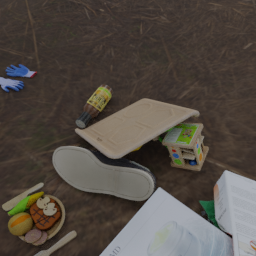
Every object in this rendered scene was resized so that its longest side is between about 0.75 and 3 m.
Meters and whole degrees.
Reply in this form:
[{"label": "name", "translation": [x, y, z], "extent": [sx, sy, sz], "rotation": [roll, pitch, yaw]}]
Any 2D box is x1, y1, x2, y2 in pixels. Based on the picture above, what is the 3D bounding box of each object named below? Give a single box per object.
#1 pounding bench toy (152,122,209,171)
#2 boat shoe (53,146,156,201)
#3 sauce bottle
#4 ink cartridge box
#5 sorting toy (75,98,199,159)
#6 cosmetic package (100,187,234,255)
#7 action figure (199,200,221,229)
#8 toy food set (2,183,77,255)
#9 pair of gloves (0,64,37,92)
[{"label": "pounding bench toy", "translation": [1.289, 0.470, 7.199], "extent": [1.268, 0.989, 0.788], "rotation": [6, 45, 34]}, {"label": "boat shoe", "translation": [-0.586, 1.074, 6.929], "extent": [2.708, 0.984, 0.849], "rotation": [14, 7, 19]}, {"label": "sauce bottle", "translation": [-1.006, -0.653, 8.452], "extent": [0.523, 0.523, 1.617], "rotation": [18, 53, 16]}, {"label": "ink cartridge box", "translation": [2.771, 2.167, 5.190], "extent": [2.182, 0.675, 2.691], "rotation": [20, 36, 3]}, {"label": "sorting toy", "translation": [0.158, -0.050, 7.363], "extent": [2.614, 0.477, 2.420], "rotation": [-24, 23, -21]}, {"label": "cosmetic package", "translation": [0.731, 2.725, 4.882], "extent": [2.277, 1.399, 2.269], "rotation": [31, 55, 26]}, {"label": "action figure", "translation": [2.319, 1.877, 6.324], "extent": [1.283, 0.351, 0.758], "rotation": [-7, 47, -16]}, {"label": "toy food set", "translation": [-2.008, 1.987, 6.218], "extent": [1.209, 0.351, 1.751], "rotation": [-32, 56, -25]}, {"label": "pair of gloves", "translation": [-3.894, -1.731, 9.634], "extent": [1.109, 0.157, 1.379], "rotation": [16, 50, 14]}]
